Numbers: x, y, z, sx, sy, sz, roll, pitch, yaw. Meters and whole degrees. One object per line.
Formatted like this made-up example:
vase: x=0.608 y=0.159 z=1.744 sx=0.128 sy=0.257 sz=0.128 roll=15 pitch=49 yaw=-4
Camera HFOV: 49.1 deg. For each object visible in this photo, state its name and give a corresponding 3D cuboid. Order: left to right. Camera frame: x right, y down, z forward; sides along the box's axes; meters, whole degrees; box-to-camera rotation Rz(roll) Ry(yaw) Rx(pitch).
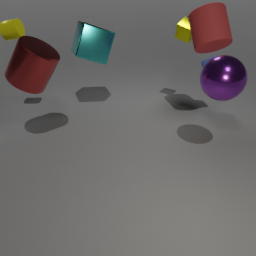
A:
cylinder: x=-4.435 y=-3.768 z=10.731 sx=0.700 sy=0.700 sz=0.700 roll=-8 pitch=28 yaw=8
cylinder: x=-3.201 y=-2.106 z=9.396 sx=1.400 sy=1.400 sz=1.400 roll=28 pitch=28 yaw=-16
cube: x=-1.563 y=-3.720 z=12.218 sx=1.400 sy=1.400 sz=1.400 roll=11 pitch=18 yaw=-24
cube: x=2.527 y=-4.222 z=12.061 sx=0.700 sy=0.700 sz=0.700 roll=32 pitch=63 yaw=19
cylinder: x=3.092 y=-3.728 z=10.565 sx=1.400 sy=1.400 sz=1.400 roll=-10 pitch=-4 yaw=-1
cube: x=3.613 y=-2.511 z=11.909 sx=0.700 sy=0.700 sz=0.700 roll=-22 pitch=45 yaw=12
ball: x=2.953 y=-1.539 z=8.701 sx=1.400 sy=1.400 sz=1.400 roll=0 pitch=29 yaw=0
